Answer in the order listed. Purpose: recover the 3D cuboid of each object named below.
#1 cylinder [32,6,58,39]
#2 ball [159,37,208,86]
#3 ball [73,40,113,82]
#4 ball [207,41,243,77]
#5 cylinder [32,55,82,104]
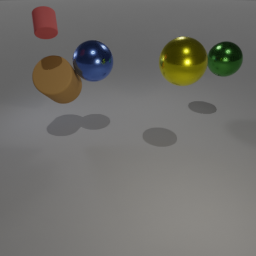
[{"bbox_3d":[-2.518,-3.175,8.485,0.700,0.700,0.700,-10,-11,-2],"label":"cylinder"},{"bbox_3d":[1.595,-1.919,8.130,1.400,1.400,1.400,0,28,0],"label":"ball"},{"bbox_3d":[-1.203,-2.304,9.674,1.400,1.400,1.400,0,28,0],"label":"ball"},{"bbox_3d":[3.921,-2.788,11.374,1.400,1.400,1.400,0,28,0],"label":"ball"},{"bbox_3d":[-2.499,-1.695,10.080,1.400,1.400,1.400,3,-7,5],"label":"cylinder"}]
